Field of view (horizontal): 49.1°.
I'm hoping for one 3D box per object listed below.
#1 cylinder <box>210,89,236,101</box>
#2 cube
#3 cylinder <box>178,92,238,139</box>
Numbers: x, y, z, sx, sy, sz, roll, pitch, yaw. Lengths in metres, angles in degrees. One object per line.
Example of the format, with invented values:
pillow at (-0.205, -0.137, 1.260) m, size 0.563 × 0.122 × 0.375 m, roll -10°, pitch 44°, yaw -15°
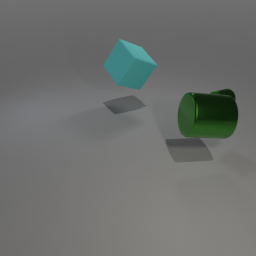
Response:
cylinder at (3.378, -1.030, 10.096) m, size 0.700 × 0.700 × 0.700 m, roll -13°, pitch 31°, yaw -32°
cube at (0.080, -2.683, 12.006) m, size 1.400 × 1.400 × 1.400 m, roll 5°, pitch 42°, yaw -44°
cylinder at (2.470, -0.380, 8.833) m, size 1.400 × 1.400 × 1.400 m, roll 3°, pitch 28°, yaw -12°
